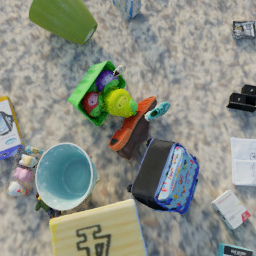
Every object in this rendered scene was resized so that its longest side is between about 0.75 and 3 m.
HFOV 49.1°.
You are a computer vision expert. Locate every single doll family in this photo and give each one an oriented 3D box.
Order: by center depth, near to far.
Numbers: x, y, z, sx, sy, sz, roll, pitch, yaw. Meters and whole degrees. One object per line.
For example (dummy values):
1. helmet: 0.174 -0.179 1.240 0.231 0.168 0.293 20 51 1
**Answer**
1. doll family: -2.240 1.979 9.872 2.649 1.040 1.531 -39 73 -16

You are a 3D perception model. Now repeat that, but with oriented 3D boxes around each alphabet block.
1. alphabet block: -0.736 3.630 8.534 2.466 2.408 2.421 -13 75 -3

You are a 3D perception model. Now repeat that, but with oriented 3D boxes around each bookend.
1. bookend: 4.535 -1.279 11.048 1.082 0.502 1.089 11 73 3

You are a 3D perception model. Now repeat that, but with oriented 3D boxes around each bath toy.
1. bath toy: -3.697 1.603 10.111 0.684 0.805 1.850 23 78 -16

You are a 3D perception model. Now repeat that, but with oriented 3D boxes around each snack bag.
1. snack bag: 4.745 1.242 10.452 1.747 0.198 1.853 3 73 1

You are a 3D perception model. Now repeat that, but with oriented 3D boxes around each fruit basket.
1. fruit basket: -0.764 -1.157 10.335 2.344 1.691 2.344 -16 52 23

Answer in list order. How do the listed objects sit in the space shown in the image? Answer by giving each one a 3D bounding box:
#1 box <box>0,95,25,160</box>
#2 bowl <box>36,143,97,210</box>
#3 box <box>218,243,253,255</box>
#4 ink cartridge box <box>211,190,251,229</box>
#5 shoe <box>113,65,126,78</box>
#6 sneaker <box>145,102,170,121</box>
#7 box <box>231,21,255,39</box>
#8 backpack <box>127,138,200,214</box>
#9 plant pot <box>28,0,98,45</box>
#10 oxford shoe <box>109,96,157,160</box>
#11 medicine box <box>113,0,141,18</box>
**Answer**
1. box: -4.921 0.080 10.667 1.420 0.495 2.386 -20 77 -6
2. bowl: -1.831 1.567 9.100 2.057 1.076 2.057 -4 78 19
3. box: 3.386 5.092 9.095 0.975 0.582 2.369 11 74 3
4. ink cartridge box: 3.597 2.849 9.836 0.793 0.451 1.089 -33 76 -9
5. shoe: -0.306 -1.924 9.560 0.266 0.761 0.203 41 65 -13
6. sneaker: 1.086 -0.580 9.862 1.054 0.420 0.409 -36 89 -17
7. box: 4.975 -4.217 12.057 0.967 0.241 0.762 2 74 0
8. backpack: 1.398 1.734 8.952 1.579 2.347 2.143 5 61 42
9. plant pot: -2.423 -4.503 11.389 2.255 2.110 2.110 37 76 -8
10. oxford shoe: 0.387 -0.055 10.618 1.006 0.987 2.773 46 67 -24
11. medicine box: -0.059 -5.585 12.018 1.214 1.106 0.625 42 78 11
